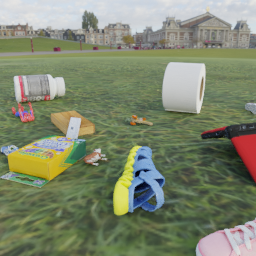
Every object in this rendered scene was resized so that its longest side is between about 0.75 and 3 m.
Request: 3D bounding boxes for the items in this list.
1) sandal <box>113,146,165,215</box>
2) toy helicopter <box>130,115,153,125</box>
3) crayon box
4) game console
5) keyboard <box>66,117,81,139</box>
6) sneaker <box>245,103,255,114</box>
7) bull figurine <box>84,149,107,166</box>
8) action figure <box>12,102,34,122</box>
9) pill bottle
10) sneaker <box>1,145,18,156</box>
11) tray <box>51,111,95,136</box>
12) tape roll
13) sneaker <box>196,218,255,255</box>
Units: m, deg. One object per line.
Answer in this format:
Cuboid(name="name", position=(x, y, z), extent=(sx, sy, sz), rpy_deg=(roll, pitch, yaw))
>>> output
Cuboid(name="sandal", position=(0.348, 1.121, 6.089), extent=(0.954, 0.871, 2.192), rpy_deg=(6, 27, 9))
Cuboid(name="toy helicopter", position=(0.560, -0.259, 11.140), extent=(0.891, 0.352, 0.590), rpy_deg=(16, 13, 14))
Cuboid(name="crayon box", position=(-2.184, 0.779, 7.476), extent=(1.283, 0.526, 2.041), rpy_deg=(7, 20, 21))
Cuboid(name="game console", position=(3.883, 0.638, 7.919), extent=(2.754, 1.635, 2.374), rpy_deg=(-5, -7, -16))
Cuboid(name="keyboard", position=(-1.860, 0.023, 9.582), extent=(0.367, 0.070, 1.305), rpy_deg=(3, 36, -4))
Cuboid(name="sneaker", position=(5.988, -0.921, 12.862), extent=(0.679, 0.432, 1.191), rpy_deg=(2, 18, -4))
Cuboid(name="bull figurine", position=(-0.891, 0.809, 7.811), extent=(0.488, 0.262, 0.804), rpy_deg=(8, 20, 24))
Cuboid(name="action figure", position=(-4.420, -0.800, 11.792), extent=(0.610, 0.926, 1.870), rpy_deg=(-13, 25, -33))
Cuboid(name="pill bottle", position=(-4.743, -2.158, 15.079), extent=(2.494, 1.380, 1.380), rpy_deg=(-8, 20, -23))
Cuboid(name="sneaker", position=(-3.424, 0.646, 8.204), extent=(0.857, 0.330, 0.325), rpy_deg=(11, 23, 33))
Cuboid(name="tray", position=(-2.142, -0.206, 10.666), extent=(1.004, 0.377, 2.035), rpy_deg=(-11, 24, -29))
Cuboid(name="tape roll", position=(2.587, -1.838, 12.750), extent=(1.530, 2.228, 2.228), rpy_deg=(7, 19, 21))
Cuboid(name="sneaker", position=(2.070, 1.567, 4.251), extent=(2.033, 1.063, 0.765), rpy_deg=(-1, 20, 0))
